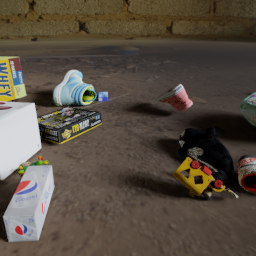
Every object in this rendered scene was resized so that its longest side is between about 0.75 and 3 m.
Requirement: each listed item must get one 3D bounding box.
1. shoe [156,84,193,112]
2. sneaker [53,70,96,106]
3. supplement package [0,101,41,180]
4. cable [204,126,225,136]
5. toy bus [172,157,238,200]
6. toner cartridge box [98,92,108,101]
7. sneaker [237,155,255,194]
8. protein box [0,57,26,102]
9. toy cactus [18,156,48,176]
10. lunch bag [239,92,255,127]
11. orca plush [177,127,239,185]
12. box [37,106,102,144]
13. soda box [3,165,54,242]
[{"bbox_3d":[2.026,-1.198,12.412,0.818,1.042,2.290,-36,6,-12],"label":"shoe"},{"bbox_3d":[-2.341,-1.976,14.009,1.907,1.162,2.921,4,38,10],"label":"sneaker"},{"bbox_3d":[-4.093,0.230,8.152,2.157,1.587,2.063,4,22,13],"label":"supplement package"},{"bbox_3d":[3.197,0.126,10.277,0.769,0.195,0.627,-1,22,-3],"label":"cable"},{"bbox_3d":[1.691,1.311,6.688,0.696,1.271,1.347,-49,32,-2],"label":"toy bus"},{"bbox_3d":[-1.293,-1.639,14.560,0.484,0.220,1.019,-2,22,-4],"label":"toner cartridge box"},{"bbox_3d":[3.824,1.244,6.874,2.162,0.722,1.159,5,24,22],"label":"sneaker"},{"bbox_3d":[-7.152,-2.256,13.473,2.944,1.986,2.923,8,23,31],"label":"protein box"},{"bbox_3d":[-2.718,1.049,7.806,0.767,0.475,0.929,6,30,39],"label":"toy cactus"},{"bbox_3d":[5.714,-0.539,10.026,2.707,1.650,2.306,-7,23,-31],"label":"lunch bag"},{"bbox_3d":[2.283,0.499,8.254,1.511,1.021,2.872,0,22,0],"label":"orca plush"},{"bbox_3d":[-2.351,-0.191,10.456,1.808,0.559,2.265,9,23,32],"label":"box"},{"bbox_3d":[-2.099,1.557,6.167,0.605,0.651,1.906,-2,23,-4],"label":"soda box"}]
